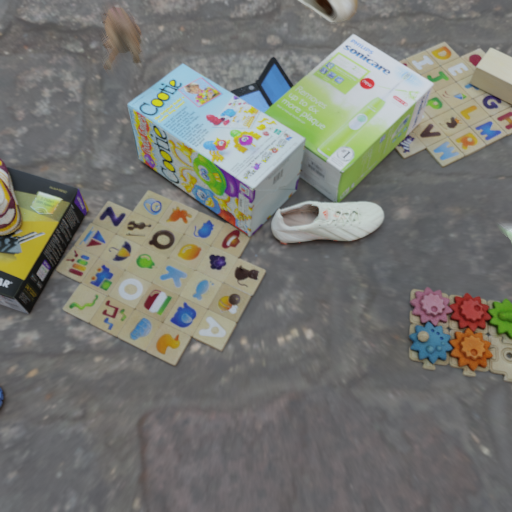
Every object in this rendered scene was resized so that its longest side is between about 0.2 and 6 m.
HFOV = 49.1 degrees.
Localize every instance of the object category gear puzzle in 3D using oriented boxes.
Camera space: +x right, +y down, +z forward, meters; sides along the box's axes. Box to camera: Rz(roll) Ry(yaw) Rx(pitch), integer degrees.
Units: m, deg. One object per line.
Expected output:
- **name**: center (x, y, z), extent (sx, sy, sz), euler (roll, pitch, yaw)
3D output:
- **gear puzzle**: center (3.881, 1.289, 9.112), extent (2.739, 0.359, 1.419), euler (8, 62, 4)

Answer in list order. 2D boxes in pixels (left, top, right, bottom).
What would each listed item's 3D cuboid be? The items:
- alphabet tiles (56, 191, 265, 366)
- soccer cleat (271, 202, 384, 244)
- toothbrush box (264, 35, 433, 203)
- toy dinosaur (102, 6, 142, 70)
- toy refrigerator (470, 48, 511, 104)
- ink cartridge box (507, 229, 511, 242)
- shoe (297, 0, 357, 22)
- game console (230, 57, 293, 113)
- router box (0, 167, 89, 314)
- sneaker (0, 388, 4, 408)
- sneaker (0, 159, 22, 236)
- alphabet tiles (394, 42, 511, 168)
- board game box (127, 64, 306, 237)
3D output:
- **alphabet tiles**: center (-1.665, 0.269, 9.799), extent (3.301, 0.105, 2.746), euler (23, 64, 12)
- **soccer cleat**: center (1.296, -0.640, 9.887), extent (2.059, 0.799, 0.714), euler (-9, 62, -5)
- **toothbrush box**: center (1.699, -2.633, 10.685), extent (1.944, 1.149, 2.669), euler (41, 71, 19)
- **toy dinosaur**: center (-2.221, -3.745, 9.194), extent (0.653, 1.522, 1.031), euler (-2, 84, -11)
- **toy refrigerator**: center (5.297, -3.507, 11.433), extent (1.638, 0.573, 0.622), euler (33, 73, 17)
- **ink cartridge box**: center (3.505, -0.120, 6.683), extent (0.659, 0.905, 0.217), euler (-32, 35, 23)
- **shoe**: center (0.631, -4.022, 7.867), extent (1.892, 0.662, 0.505), euler (45, 58, 0)
- **game console**: center (0.130, -3.264, 11.326), extent (1.031, 0.715, 1.208), euler (-22, 63, -12)
- **router box**: center (-4.782, -0.500, 9.827), extent (2.862, 0.748, 2.250), euler (16, 63, 8)
- **sneaker**: center (-4.914, 1.609, 8.592), extent (2.319, 0.988, 0.894), euler (29, 66, 15)
- **sneaker**: center (-4.491, -1.280, 9.311), extent (0.719, 0.864, 1.917), euler (-30, 66, -15)
- **alphabet tiles**: center (3.900, -3.224, 11.642), extent (3.257, 0.103, 2.710), euler (-26, 65, -13)
- **board game box**: center (-0.729, -1.925, 10.151), extent (2.823, 1.454, 1.481), euler (36, 63, 17)
